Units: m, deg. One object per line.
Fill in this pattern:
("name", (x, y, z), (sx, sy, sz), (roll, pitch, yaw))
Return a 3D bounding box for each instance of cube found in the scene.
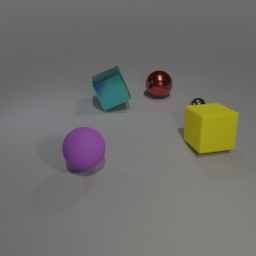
("cube", (3.018, -0.030, 10.387), (1.400, 1.400, 1.400), (-5, 21, -12))
("cube", (-0.803, -1.910, 13.295), (1.400, 1.400, 1.400), (-23, 26, 5))

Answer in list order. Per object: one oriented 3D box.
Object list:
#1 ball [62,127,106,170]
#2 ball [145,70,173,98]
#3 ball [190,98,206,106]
("ball", (-1.425, 0.659, 9.111), (1.400, 1.400, 1.400), (0, 31, 0))
("ball", (1.598, -2.270, 14.460), (1.400, 1.400, 1.400), (0, 31, 0))
("ball", (3.276, -1.060, 13.079), (0.700, 0.700, 0.700), (0, 31, 0))
